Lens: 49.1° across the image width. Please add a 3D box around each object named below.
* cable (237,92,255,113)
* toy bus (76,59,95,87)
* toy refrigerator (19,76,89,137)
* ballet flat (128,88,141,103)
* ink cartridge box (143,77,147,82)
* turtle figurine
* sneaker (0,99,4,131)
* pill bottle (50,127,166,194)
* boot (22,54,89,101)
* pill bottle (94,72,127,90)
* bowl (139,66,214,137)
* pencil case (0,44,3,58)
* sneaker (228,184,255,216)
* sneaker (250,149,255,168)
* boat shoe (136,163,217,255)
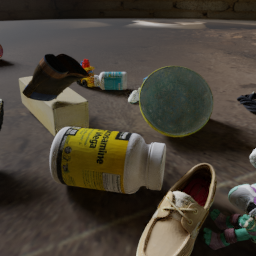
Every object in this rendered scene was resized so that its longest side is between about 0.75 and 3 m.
[{"bbox_3d":[4.649,-0.865,9.320,1.655,0.515,2.029,-2,26,-4],"label":"cable"},{"bbox_3d":[-1.684,-2.314,11.725,0.750,1.061,1.105,-18,33,-36],"label":"toy bus"},{"bbox_3d":[-2.326,-0.757,8.563,1.055,0.973,2.780,-18,35,-33],"label":"toy refrigerator"},{"bbox_3d":[0.355,-1.252,10.280,0.406,0.406,1.170,15,30,28],"label":"ballet flat"},{"bbox_3d":[1.435,-0.973,8.862,1.898,1.101,0.644,15,29,28],"label":"ink cartridge box"},{"bbox_3d":[1.856,1.321,3.986,1.484,0.747,1.111,-31,-13,37],"label":"turtle figurine"},{"bbox_3d":[-3.289,0.232,5.997,0.936,0.810,2.074,8,52,-20],"label":"sneaker"},{"bbox_3d":[-0.340,0.629,5.429,2.060,1.158,1.158,5,26,11],"label":"pill bottle"},{"bbox_3d":[-1.921,-1.351,7.588,0.857,1.112,2.295,50,17,4],"label":"boot"},{"bbox_3d":[-0.683,-1.887,11.218,1.285,0.712,0.712,0,26,0],"label":"pill bottle"},{"bbox_3d":[1.257,-0.601,7.857,1.998,1.998,1.075,-1,-18,-2],"label":"bowl"},{"bbox_3d":[-8.418,-4.269,15.631,1.163,1.163,2.661,22,34,38],"label":"pencil case"},{"bbox_3d":[2.262,1.493,4.254,1.638,0.637,1.146,15,29,29],"label":"sneaker"},{"bbox_3d":[2.806,0.662,4.930,0.646,1.658,0.824,11,61,51],"label":"sneaker"},{"bbox_3d":[0.825,1.290,4.411,0.807,0.757,2.188,19,37,25],"label":"boat shoe"}]
